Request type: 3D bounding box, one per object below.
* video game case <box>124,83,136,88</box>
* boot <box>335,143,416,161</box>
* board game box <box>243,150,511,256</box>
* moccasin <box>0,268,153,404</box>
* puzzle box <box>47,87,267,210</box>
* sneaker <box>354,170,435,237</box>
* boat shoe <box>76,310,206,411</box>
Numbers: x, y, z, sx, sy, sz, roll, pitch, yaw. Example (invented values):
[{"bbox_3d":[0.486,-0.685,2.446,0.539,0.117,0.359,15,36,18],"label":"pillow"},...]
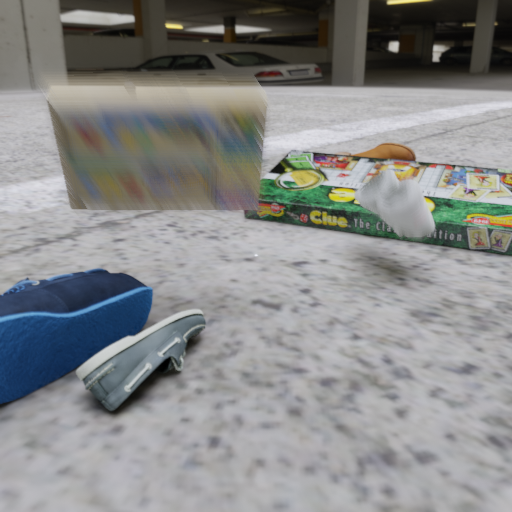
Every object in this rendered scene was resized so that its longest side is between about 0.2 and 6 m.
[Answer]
[{"bbox_3d":[-1.806,-1.843,8.635,0.159,1.247,1.127,-13,46,-29],"label":"video game case"},{"bbox_3d":[2.778,-2.262,14.624,2.483,0.952,1.927,7,29,23],"label":"boot"},{"bbox_3d":[2.812,-1.334,12.179,5.573,0.654,2.920,10,36,23],"label":"board game box"},{"bbox_3d":[-2.606,0.857,6.562,1.067,1.259,3.130,27,19,26],"label":"moccasin"},{"bbox_3d":[-1.221,-1.335,7.326,2.624,1.746,0.334,-1,47,-6],"label":"puzzle box"},{"bbox_3d":[2.341,-0.779,9.471,0.818,1.043,2.099,-36,18,7],"label":"sneaker"},{"bbox_3d":[-1.192,1.189,6.600,0.612,0.721,1.980,54,32,9],"label":"boat shoe"}]
